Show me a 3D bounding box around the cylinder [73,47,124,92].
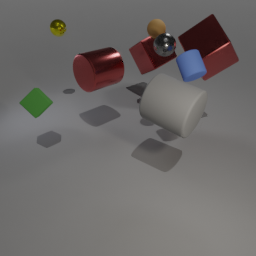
[{"bbox_3d":[-1.091,-2.178,10.405,1.400,1.400,1.400,-26,39,-36],"label":"cylinder"}]

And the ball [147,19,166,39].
[{"bbox_3d":[1.064,-3.718,10.506,0.700,0.700,0.700,0,30,0],"label":"ball"}]

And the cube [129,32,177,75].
[{"bbox_3d":[1.150,-3.536,13.176,1.400,1.400,1.400,-33,12,-20],"label":"cube"}]

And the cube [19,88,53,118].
[{"bbox_3d":[-2.973,-0.828,9.144,0.700,0.700,0.700,-45,11,-1],"label":"cube"}]

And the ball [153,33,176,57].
[{"bbox_3d":[1.144,-2.586,8.714,0.700,0.700,0.700,0,30,0],"label":"ball"}]

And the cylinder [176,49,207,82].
[{"bbox_3d":[1.840,-1.807,8.172,0.700,0.700,0.700,-17,-10,-3],"label":"cylinder"}]

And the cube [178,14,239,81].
[{"bbox_3d":[2.869,-2.818,9.986,1.400,1.400,1.400,-30,62,22],"label":"cube"}]

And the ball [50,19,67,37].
[{"bbox_3d":[-2.956,-4.235,11.864,0.700,0.700,0.700,0,30,0],"label":"ball"}]

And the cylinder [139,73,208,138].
[{"bbox_3d":[1.261,-0.629,7.803,1.400,1.400,1.400,28,39,25],"label":"cylinder"}]
